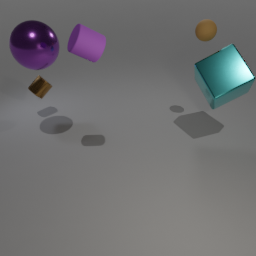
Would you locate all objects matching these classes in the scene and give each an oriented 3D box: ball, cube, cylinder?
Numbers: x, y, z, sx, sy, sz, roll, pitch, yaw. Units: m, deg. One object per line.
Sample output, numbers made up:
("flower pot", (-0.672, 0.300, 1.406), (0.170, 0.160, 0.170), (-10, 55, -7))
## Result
("ball", (2.594, -3.244, 9.315), (0.700, 0.700, 0.700), (0, 31, 0))
("cube", (3.196, -1.676, 9.490), (1.400, 1.400, 1.400), (-27, 74, 8))
("cylinder", (-3.568, -1.665, 11.396), (0.700, 0.700, 0.700), (-50, 43, 0))
("ball", (-2.726, -2.412, 8.211), (1.400, 1.400, 1.400), (0, 31, 0))
("cylinder", (-1.000, -2.037, 6.759), (0.700, 0.700, 0.700), (17, 20, -31))
